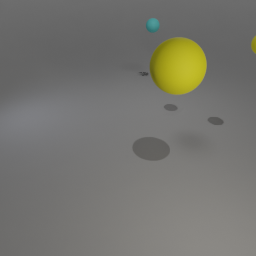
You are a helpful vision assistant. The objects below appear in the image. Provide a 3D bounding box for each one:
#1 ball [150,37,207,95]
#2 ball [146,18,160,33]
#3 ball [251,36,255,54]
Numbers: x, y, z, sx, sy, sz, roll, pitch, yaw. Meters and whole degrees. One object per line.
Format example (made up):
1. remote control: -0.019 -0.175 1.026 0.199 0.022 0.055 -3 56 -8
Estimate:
1. ball: 1.241 -1.538 7.016 1.400 1.400 1.400 0 31 0
2. ball: 1.267 -5.259 14.363 0.700 0.700 0.700 0 31 0
3. ball: 4.229 -2.629 8.751 0.700 0.700 0.700 0 31 0
